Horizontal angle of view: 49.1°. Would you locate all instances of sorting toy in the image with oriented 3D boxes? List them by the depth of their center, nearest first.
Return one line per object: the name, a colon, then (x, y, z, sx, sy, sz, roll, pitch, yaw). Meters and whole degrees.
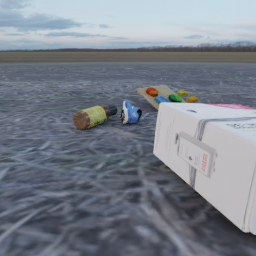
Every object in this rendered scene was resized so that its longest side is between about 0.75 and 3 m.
sorting toy: (1.574, -1.238, 10.551, 2.242, 0.300, 1.670, -14, 44, -38)

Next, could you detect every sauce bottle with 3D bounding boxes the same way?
sauce bottle: (-0.868, -0.377, 8.103, 0.544, 0.544, 1.649, 10, 19, 31)

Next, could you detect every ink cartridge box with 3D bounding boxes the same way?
ink cartridge box: (1.786, 0.348, 4.366, 1.900, 1.073, 2.593, 0, 15, -18)

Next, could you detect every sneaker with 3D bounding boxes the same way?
sneaker: (0.097, -0.437, 8.577, 0.601, 0.529, 1.348, 8, 22, -8)
